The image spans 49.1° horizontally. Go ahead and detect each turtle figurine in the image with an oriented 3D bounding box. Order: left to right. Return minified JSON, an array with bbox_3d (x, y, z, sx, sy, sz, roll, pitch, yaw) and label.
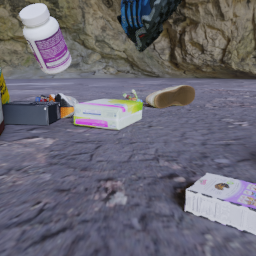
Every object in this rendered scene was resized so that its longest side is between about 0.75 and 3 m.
[{"bbox_3d":[0.002,-1.413,13.201,1.145,0.824,1.110,-5,9,-37],"label":"turtle figurine"}]

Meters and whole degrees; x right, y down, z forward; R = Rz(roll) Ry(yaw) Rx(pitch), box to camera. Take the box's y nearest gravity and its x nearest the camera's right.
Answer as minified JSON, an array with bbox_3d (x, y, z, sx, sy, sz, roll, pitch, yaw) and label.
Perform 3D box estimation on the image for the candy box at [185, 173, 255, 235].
[{"bbox_3d":[1.300,0.924,3.605,0.905,0.324,0.759,10,16,35],"label":"candy box"}]

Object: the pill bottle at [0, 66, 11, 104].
[{"bbox_3d":[-4.764,-1.603,8.841,1.542,2.735,1.542,4,51,-5],"label":"pill bottle"}]

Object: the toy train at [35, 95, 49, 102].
[{"bbox_3d":[-3.987,-1.288,13.670,0.552,0.411,2.409,-22,23,-31],"label":"toy train"}]

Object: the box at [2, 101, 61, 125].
[{"bbox_3d":[-3.282,-0.524,9.433,1.703,0.671,1.202,2,10,6],"label":"box"}]

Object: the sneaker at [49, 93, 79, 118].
[{"bbox_3d":[-2.338,-0.929,10.933,1.098,0.904,2.388,-2,13,-28],"label":"sneaker"}]

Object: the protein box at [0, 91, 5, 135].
[{"bbox_3d":[-4.607,-0.527,6.391,2.867,1.949,2.888,-3,13,-16],"label":"protein box"}]

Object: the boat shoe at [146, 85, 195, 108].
[{"bbox_3d":[2.085,-1.518,13.383,2.763,0.997,0.898,-15,20,-34],"label":"boat shoe"}]

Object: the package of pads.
[{"bbox_3d":[-0.626,-0.498,9.211,1.635,0.722,2.116,7,13,22],"label":"package of pads"}]

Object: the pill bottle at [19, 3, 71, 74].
[{"bbox_3d":[-1.445,-1.553,4.926,0.620,1.104,0.620,-5,51,7],"label":"pill bottle"}]

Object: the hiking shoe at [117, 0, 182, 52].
[{"bbox_3d":[0.334,-2.694,6.174,1.043,1.215,2.803,-47,2,-17],"label":"hiking shoe"}]
